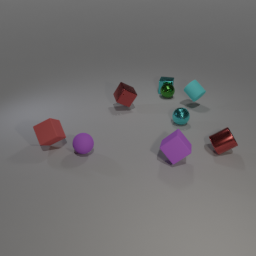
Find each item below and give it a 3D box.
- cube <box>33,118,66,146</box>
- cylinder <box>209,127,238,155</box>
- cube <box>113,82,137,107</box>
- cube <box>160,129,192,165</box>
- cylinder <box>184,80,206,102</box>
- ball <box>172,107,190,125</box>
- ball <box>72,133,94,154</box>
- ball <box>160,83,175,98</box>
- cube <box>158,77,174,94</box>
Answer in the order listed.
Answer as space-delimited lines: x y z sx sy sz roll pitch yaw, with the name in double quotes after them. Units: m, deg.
-2.671 0.144 9.577 0.700 0.700 0.700 -25 -9 9 "cube"
3.160 0.428 9.289 0.700 0.700 0.700 -29 24 17 "cylinder"
-0.126 -1.454 12.217 0.700 0.700 0.700 20 28 -29 "cube"
1.505 0.575 8.785 0.700 0.700 0.700 -38 6 21 "cube"
2.946 -1.643 12.380 0.700 0.700 0.700 -27 73 -39 "cylinder"
2.112 -0.470 11.160 0.700 0.700 0.700 0 29 0 "ball"
-1.481 0.507 9.264 0.700 0.700 0.700 0 29 0 "ball"
1.911 -1.804 13.547 0.700 0.700 0.700 0 29 0 "ball"
1.943 -2.148 14.197 0.700 0.700 0.700 7 30 12 "cube"
